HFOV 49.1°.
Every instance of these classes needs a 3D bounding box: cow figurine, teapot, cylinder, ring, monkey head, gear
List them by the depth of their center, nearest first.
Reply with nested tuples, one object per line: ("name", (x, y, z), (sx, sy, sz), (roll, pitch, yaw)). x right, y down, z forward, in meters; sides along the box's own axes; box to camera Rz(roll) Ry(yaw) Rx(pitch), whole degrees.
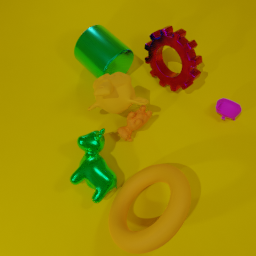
("ring", (0.420, 1.667, 6.068), (0.416, 2.081, 2.081), (47, 69, -27))
("monkey head", (-0.379, -0.748, 6.741), (1.621, 0.977, 1.167), (-5, 26, 18))
("cow figurine", (-0.743, 0.852, 6.797), (1.507, 0.827, 1.482), (40, 80, 2))
("cow figurine", (0.153, -0.094, 7.296), (0.917, 0.902, 0.503), (-35, 73, -31))
("teapot", (2.637, -0.461, 7.397), (0.657, 1.057, 0.518), (33, 101, 49))
("gear", (1.168, -1.823, 7.493), (0.312, 1.688, 1.688), (-36, 71, -31))
("cylinder", (-0.670, -2.028, 7.844), (1.219, 1.219, 1.219), (-42, 73, -15))
